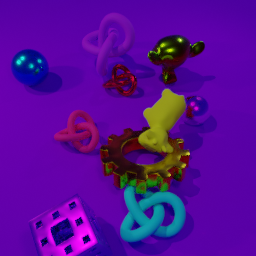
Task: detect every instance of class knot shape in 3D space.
[{"bbox_3d":[-0.290,-1.400,8.396,1.013,0.500,1.082,-18,57,-6],"label":"knot shape"},{"bbox_3d":[-0.550,-2.626,8.458,0.858,1.737,1.856,17,49,-42],"label":"knot shape"},{"bbox_3d":[0.527,1.747,5.747,1.290,0.637,1.378,4,44,8],"label":"knot shape"},{"bbox_3d":[-1.196,0.146,7.155,1.102,0.544,1.177,36,61,23],"label":"knot shape"}]

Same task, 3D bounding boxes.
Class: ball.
[{"bbox_3d":[-2.921,-1.805,8.365,1.081,1.081,1.081,0,52,0],"label":"ball"},{"bbox_3d":[1.799,-0.482,7.491,0.819,0.819,0.819,0,52,0],"label":"ball"}]

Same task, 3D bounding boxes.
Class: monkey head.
[{"bbox_3d":[1.302,-1.998,8.204,1.899,1.366,1.144,-17,10,-21],"label":"monkey head"}]

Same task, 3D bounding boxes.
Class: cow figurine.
[{"bbox_3d":[0.839,-0.148,6.489,1.463,0.803,1.439,-49,21,11],"label":"cow figurine"}]

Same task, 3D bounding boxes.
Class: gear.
[{"bbox_3d":[0.373,0.649,6.459,2.007,0.371,2.007,0,32,0],"label":"gear"}]

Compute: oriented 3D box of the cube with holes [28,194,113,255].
[{"bbox_3d":[-1.038,2.052,5.202,1.000,1.000,1.000,-29,55,-7],"label":"cube with holes"}]
